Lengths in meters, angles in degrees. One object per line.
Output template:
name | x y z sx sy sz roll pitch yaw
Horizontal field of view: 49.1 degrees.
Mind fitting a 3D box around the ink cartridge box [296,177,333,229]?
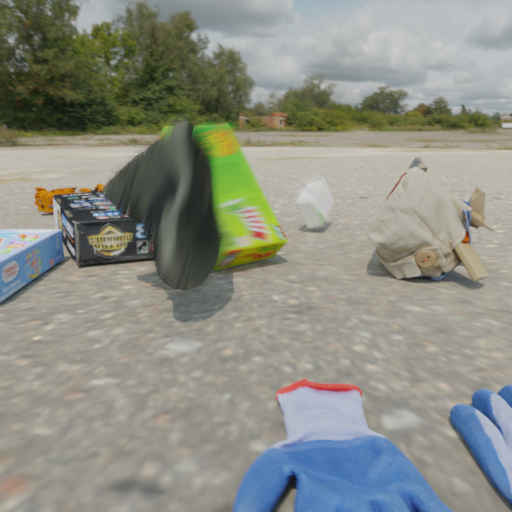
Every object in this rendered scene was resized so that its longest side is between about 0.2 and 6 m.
ink cartridge box | 1.190 -1.090 11.270 0.353 0.615 1.049 -14 27 30

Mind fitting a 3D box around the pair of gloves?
pair of gloves | 1.219 1.269 3.331 2.671 0.304 2.148 0 14 2

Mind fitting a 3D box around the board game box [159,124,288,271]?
board game box | -0.573 -0.972 8.697 1.177 2.316 0.551 -12 -24 -35

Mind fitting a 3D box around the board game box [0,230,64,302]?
board game box | -4.544 0.083 7.671 3.059 0.560 2.314 1 13 0

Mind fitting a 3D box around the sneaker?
sneaker | -1.126 -0.448 6.545 1.294 2.259 0.864 -26 -37 24

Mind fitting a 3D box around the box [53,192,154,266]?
box | -1.895 -0.674 10.270 3.222 0.800 3.198 -7 18 -24

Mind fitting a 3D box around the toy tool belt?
toy tool belt | 2.687 -0.430 8.458 1.635 1.661 2.661 34 23 6

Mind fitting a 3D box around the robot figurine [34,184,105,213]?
robot figurine | -4.308 -1.401 13.747 2.075 0.604 1.504 -7 17 -25
